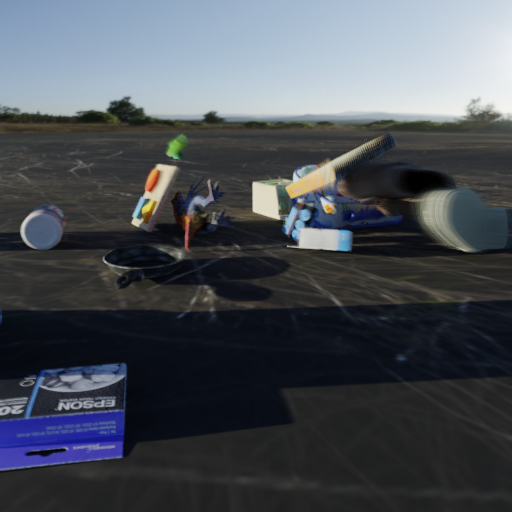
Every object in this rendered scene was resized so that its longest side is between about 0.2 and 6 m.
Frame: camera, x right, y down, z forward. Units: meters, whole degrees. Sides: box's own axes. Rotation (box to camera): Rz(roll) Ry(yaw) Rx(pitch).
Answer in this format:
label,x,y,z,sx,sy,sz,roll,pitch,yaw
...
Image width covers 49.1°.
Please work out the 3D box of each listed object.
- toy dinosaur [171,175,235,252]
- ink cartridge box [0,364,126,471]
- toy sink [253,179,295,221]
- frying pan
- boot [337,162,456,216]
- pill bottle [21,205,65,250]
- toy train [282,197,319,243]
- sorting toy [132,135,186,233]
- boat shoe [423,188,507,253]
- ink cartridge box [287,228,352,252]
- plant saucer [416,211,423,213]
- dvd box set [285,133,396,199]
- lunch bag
label,x,y,z,sx,sy,sz,roll,pitch,yaw
toy dinosaur,-1.348,-0.873,11.110,2.020,1.169,2.226,-13,15,47
ink cartridge box,-1.655,1.274,4.576,1.158,0.254,1.169,-3,17,-12
toy sink,0.676,-1.320,12.868,0.909,0.781,1.395,-10,19,-32
frying pan,-1.570,0.179,8.349,1.282,0.345,2.119,-7,19,-19
boot,2.880,-1.223,10.274,2.725,0.957,1.992,-1,4,-23
pill bottle,-3.898,-0.567,10.369,0.679,0.679,1.172,-3,16,-12
toy train,0.811,-0.668,10.289,0.386,0.891,0.509,-13,48,-35
sorting toy,-1.972,-1.503,11.307,0.296,2.013,1.488,24,-1,-25
boat shoe,3.332,-0.537,9.288,0.908,0.964,2.685,6,-1,40
ink cartridge box,1.111,-0.285,9.729,1.050,0.356,0.609,4,1,14
plant saucer,3.831,-1.180,13.533,1.972,0.187,0.690,6,17,16
dvd box set,1.400,-1.513,9.610,1.309,0.263,1.789,-31,6,-19
lunch bag,1.955,-1.234,12.003,2.342,0.885,1.877,-9,38,-25
